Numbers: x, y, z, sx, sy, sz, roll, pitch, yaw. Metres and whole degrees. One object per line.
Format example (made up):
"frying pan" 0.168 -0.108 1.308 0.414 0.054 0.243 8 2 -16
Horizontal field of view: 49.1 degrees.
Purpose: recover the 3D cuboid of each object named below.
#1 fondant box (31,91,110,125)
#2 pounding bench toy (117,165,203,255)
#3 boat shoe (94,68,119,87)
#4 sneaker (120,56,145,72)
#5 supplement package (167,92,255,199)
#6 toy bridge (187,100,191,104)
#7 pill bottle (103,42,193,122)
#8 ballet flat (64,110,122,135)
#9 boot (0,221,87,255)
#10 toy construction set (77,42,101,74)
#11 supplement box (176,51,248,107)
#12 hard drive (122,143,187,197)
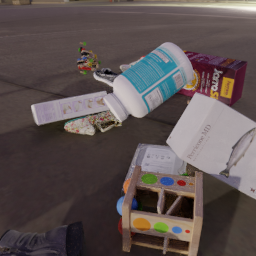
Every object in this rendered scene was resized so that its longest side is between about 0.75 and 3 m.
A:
"fondant box" -2.057 -0.716 9.799 2.417 0.704 1.744 -15 9 -19
"pounding bench toy" 0.711 1.494 6.006 1.591 1.267 2.040 6 30 11
"boat shoe" -1.074 -2.670 13.978 0.724 0.684 2.017 -18 34 -29
"sneaker" 0.590 -3.396 14.951 2.125 0.993 0.748 11 32 17
"supplement package" 2.369 0.444 6.390 2.463 1.440 1.445 28 10 -9
"toy bridge" 2.967 -1.083 11.740 0.915 0.125 0.308 6 29 10
"pill bottle" 0.573 -1.327 8.635 2.657 1.472 1.472 -36 38 -6
"ballet flat" -1.087 -0.137 9.539 2.075 0.785 0.663 -18 72 -23
"boot" -1.536 2.636 4.589 1.667 0.883 2.532 -7 19 -6
"toy construction set" -2.017 -3.626 15.374 1.296 1.407 1.687 2 48 -22
"supplement box" 3.365 -2.206 12.157 2.991 1.651 1.281 22 37 34
"hard drive" 0.794 1.175 7.464 1.502 0.407 2.150 7 31 12
